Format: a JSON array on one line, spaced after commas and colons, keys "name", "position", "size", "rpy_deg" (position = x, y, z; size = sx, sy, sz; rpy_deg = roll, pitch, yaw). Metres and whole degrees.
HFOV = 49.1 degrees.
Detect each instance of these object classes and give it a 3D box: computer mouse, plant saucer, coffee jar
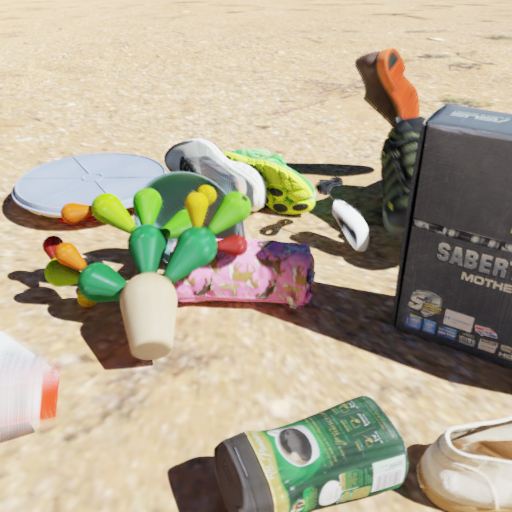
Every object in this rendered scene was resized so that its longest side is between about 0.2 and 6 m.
[{"name": "computer mouse", "position": [1.528, -0.726, 9.364], "size": [0.766, 0.307, 1.397], "rpy_deg": [-16, 73, -55]}, {"name": "plant saucer", "position": [-1.051, -0.570, 8.596], "size": [1.610, 1.610, 0.289], "rpy_deg": [4, 28, 6]}, {"name": "coffee jar", "position": [0.492, 1.987, 5.338], "size": [1.726, 0.737, 0.900], "rpy_deg": [-10, 34, -18]}]

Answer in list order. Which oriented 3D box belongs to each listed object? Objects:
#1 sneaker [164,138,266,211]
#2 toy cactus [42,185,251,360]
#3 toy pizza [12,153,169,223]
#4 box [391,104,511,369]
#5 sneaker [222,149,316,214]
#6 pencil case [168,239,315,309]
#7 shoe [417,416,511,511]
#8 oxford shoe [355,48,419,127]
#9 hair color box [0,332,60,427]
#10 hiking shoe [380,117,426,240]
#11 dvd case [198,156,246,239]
[{"name": "sneaker", "position": [-1.039, -1.574, 10.964], "size": [1.092, 1.018, 2.755], "rpy_deg": [-23, 39, -34]}, {"name": "toy cactus", "position": [-1.484, 0.214, 7.605], "size": [3.142, 1.606, 2.592], "rpy_deg": [-12, 53, 1]}, {"name": "toy pizza", "position": [-3.227, -1.352, 11.155], "size": [3.028, 0.480, 3.028], "rpy_deg": [-1, 30, 0]}, {"name": "box", "position": [3.609, 0.062, 6.396], "size": [3.753, 2.959, 0.957], "rpy_deg": [18, 35, 26]}, {"name": "sneaker", "position": [0.294, -1.662, 11.171], "size": [1.118, 0.991, 2.675], "rpy_deg": [-26, 39, -29]}, {"name": "pencil case", "position": [-0.230, 0.243, 8.108], "size": [2.141, 0.886, 0.926], "rpy_deg": [2, 29, 3]}, {"name": "shoe", "position": [3.056, 1.976, 5.313], "size": [2.918, 0.779, 1.020], "rpy_deg": [-1, 31, -1]}, {"name": "oxford shoe", "position": [2.697, -3.198, 11.348], "size": [0.825, 2.275, 0.810], "rpy_deg": [9, 58, 39]}, {"name": "hair color box", "position": [-2.922, 1.292, 6.071], "size": [1.634, 0.522, 0.906], "rpy_deg": [13, 7, 44]}, {"name": "hiking shoe", "position": [2.650, -1.437, 9.651], "size": [1.304, 1.733, 3.443], "rpy_deg": [-13, 20, 7]}, {"name": "dvd case", "position": [-0.530, -0.749, 9.100], "size": [0.188, 1.520, 1.143], "rpy_deg": [-21, 35, -21]}]
